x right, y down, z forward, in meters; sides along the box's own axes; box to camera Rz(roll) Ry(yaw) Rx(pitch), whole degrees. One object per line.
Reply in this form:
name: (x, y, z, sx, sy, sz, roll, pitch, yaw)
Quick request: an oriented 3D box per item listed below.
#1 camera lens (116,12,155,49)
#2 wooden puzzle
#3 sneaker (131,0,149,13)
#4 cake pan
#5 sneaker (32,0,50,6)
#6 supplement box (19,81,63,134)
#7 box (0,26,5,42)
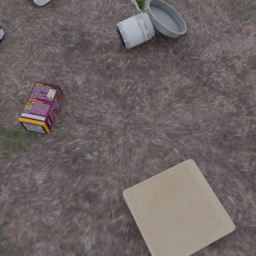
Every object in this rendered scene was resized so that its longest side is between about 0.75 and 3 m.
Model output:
camera lens: (0.302, -4.313, 12.467, 1.477, 1.181, 1.181, -23, 65, 2)
wooden puzzle: (1.657, 2.758, 9.408, 2.950, 0.549, 2.729, -21, 65, -16)
sneaker: (0.534, -4.692, 10.230, 0.604, 1.364, 0.524, -8, 79, 28)
cake pan: (1.717, -5.010, 12.867, 2.203, 0.404, 2.203, 19, 50, -25)
sneaker: (-4.226, -7.400, 14.302, 2.318, 0.934, 1.697, -38, 73, -12)
supplement box: (-3.371, -0.822, 11.026, 1.028, 0.798, 1.862, 11, 64, 6)
box: (-6.818, -3.847, 12.735, 1.693, 0.516, 2.101, 9, 64, 8)
